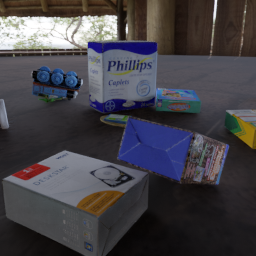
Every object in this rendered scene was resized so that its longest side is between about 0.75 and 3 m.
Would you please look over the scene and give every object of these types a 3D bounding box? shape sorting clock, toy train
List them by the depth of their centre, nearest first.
[{"bbox_3d":[-0.352,-0.260,10.365,1.359,0.267,1.359,3,15,-1],"label":"shape sorting clock"},{"bbox_3d":[-3.522,-2.150,13.815,2.460,1.405,1.066,8,28,-15],"label":"toy train"}]

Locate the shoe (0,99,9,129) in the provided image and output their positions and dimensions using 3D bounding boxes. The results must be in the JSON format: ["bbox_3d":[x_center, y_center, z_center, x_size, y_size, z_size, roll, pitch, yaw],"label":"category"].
[{"bbox_3d":[-5.146,-0.498,10.025,1.331,1.045,2.926,-12,16,-27],"label":"shoe"}]

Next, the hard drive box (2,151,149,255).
[{"bbox_3d":[-0.898,1.221,5.062,2.072,0.796,1.615,10,20,28],"label":"hard drive box"}]

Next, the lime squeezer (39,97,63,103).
[{"bbox_3d":[-3.838,-1.424,13.764,1.197,0.423,0.226,-9,65,-32],"label":"lime squeezer"}]

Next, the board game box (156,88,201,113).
[{"bbox_3d":[2.249,-1.316,13.008,1.896,0.561,2.493,4,19,5],"label":"board game box"}]

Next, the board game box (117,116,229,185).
[{"bbox_3d":[1.002,0.505,5.918,1.521,0.924,1.908,15,0,38],"label":"board game box"}]

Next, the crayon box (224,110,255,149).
[{"bbox_3d":[4.326,0.032,8.880,1.587,0.651,2.524,-1,18,-3],"label":"crayon box"}]

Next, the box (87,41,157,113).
[{"bbox_3d":[-0.245,-2.349,12.443,2.679,2.913,1.528,-10,21,-28],"label":"box"}]

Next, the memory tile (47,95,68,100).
[{"bbox_3d":[-3.815,-1.650,14.822,1.065,0.117,1.390,-11,22,-29],"label":"memory tile"}]
